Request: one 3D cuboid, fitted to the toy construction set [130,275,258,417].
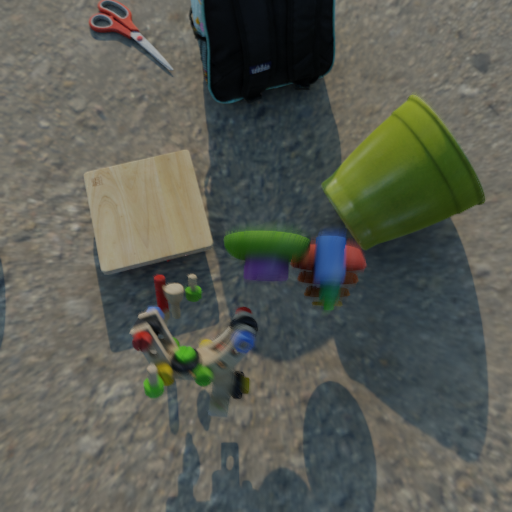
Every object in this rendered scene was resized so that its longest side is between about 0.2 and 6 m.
[{"bbox_3d":[-1.048,1.573,9.011,1.937,1.784,2.322,-14,34,-20],"label":"toy construction set"}]

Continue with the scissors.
[{"bbox_3d":[-2.640,-4.972,12.478,2.491,0.174,0.911,30,71,12],"label":"scissors"}]

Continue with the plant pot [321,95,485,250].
[{"bbox_3d":[2.465,-1.284,10.118,2.211,2.297,2.297,-34,72,12],"label":"plant pot"}]

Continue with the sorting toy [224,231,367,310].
[{"bbox_3d":[0.722,0.300,8.551,2.555,1.535,1.049,8,80,-36],"label":"sorting toy"}]

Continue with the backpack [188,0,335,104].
[{"bbox_3d":[0.074,-4.985,10.833,2.865,3.259,2.498,-13,65,-3],"label":"backpack"}]

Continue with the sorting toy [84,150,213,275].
[{"bbox_3d":[-2.025,-0.765,10.691,2.046,0.716,2.058,-14,71,-5],"label":"sorting toy"}]
